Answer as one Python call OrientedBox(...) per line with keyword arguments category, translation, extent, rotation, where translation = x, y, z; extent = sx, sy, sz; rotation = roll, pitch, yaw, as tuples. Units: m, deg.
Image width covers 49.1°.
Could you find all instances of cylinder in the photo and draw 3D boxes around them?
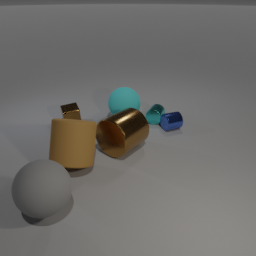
OrientedBox(category="cylinder", translation=(1.193, -0.599, 12.119), extent=(0.700, 0.700, 0.700), rotation=(10, 29, 18))
OrientedBox(category="cylinder", translation=(-0.192, 0.137, 9.893), extent=(1.400, 1.400, 1.400), rotation=(19, 32, 32))
OrientedBox(category="cylinder", translation=(-1.739, 0.451, 8.853), extent=(1.400, 1.400, 1.400), rotation=(5, 3, 0))
OrientedBox(category="cylinder", translation=(1.787, -0.288, 11.510), extent=(0.700, 0.700, 0.700), rotation=(-11, 29, -20))

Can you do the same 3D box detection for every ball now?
OrientedBox(category="ball", translation=(-0.159, -1.069, 12.144), extent=(1.400, 1.400, 1.400), rotation=(0, 27, 0))
OrientedBox(category="ball", translation=(-2.083, 1.464, 6.824), extent=(1.400, 1.400, 1.400), rotation=(0, 27, 0))

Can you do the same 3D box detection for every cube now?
OrientedBox(category="cube", translation=(-2.427, -0.575, 11.935), extent=(0.700, 0.700, 0.700), rotation=(-14, 36, -15))
